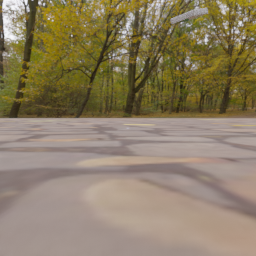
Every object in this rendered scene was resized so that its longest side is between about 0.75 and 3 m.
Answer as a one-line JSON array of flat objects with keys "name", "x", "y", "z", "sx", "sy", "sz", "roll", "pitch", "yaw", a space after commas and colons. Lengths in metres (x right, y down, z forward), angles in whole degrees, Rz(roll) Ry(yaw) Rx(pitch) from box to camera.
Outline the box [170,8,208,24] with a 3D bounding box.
[{"name": "box", "x": 2.035, "y": -3.699, "z": 9.254, "sx": 0.845, "sy": 0.213, "sz": 1.171, "roll": -6, "pitch": 16, "yaw": 41}]
